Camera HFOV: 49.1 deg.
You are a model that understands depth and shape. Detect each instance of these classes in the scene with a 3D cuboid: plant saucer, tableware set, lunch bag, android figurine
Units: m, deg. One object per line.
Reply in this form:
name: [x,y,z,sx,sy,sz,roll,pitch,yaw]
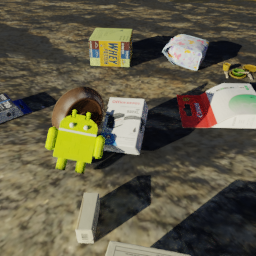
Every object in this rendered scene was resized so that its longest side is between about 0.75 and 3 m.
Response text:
plant saucer: [-1.324,-0.330,8.051,1.698,1.698,0.311,-25,38,-30]
tableware set: [5.397,-2.624,12.501,2.220,0.341,1.495,5,36,7]
lunch bag: [2.690,-3.616,13.194,1.819,1.156,1.542,23,43,12]
android figurine: [-1.361,0.340,7.377,1.494,1.642,0.337,13,-8,-6]

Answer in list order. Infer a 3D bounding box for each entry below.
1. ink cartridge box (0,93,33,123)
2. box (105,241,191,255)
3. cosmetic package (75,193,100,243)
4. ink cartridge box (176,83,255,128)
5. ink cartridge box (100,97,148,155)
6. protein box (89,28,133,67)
ink cartridge box: [-4.689,-0.563,9.608,2.472,0.485,1.229,-26,43,-32]
box: [0.163,3.050,4.057,1.429,1.218,2.235,7,37,9]
cosmetic package: [-0.862,1.958,6.154,0.355,0.502,0.970,1,35,2]
ink cartridge box: [3.209,-0.848,9.860,2.739,0.686,2.204,3,36,1]
ink cartridge box: [-0.104,-0.085,8.086,1.092,0.630,1.505,5,67,17]
protein box: [-0.761,-3.883,13.427,1.842,1.242,1.828,3,37,4]
